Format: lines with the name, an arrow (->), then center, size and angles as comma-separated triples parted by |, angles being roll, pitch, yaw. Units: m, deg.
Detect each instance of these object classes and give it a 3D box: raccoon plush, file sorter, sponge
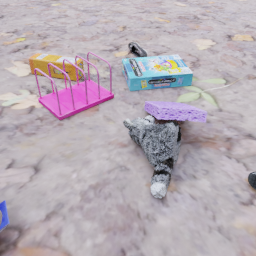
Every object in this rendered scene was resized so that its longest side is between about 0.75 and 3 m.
raccoon plush -> 0.490, 0.613, 8.418 | 1.841, 1.329, 2.747 | 6, 37, 21
file sorter -> -2.151, -1.838, 11.297 | 2.621, 1.644, 1.821 | -27, 45, -31
sponge -> 1.509, -0.618, 9.671 | 1.522, 0.407, 2.729 | 3, 9, -6

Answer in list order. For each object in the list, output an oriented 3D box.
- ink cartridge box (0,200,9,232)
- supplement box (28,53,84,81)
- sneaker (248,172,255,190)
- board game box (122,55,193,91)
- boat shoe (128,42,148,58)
ink cartridge box -> -4.047, 2.472, 5.969 | 2.930, 1.118, 1.999 | -14, 39, -21
supplement box -> -3.428, -2.962, 13.487 | 2.564, 0.853, 0.882 | 12, 36, 16
sneaker -> 4.224, 1.497, 7.814 | 1.748, 0.662, 0.765 | 10, 19, 11
board game box -> 1.299, -2.662, 13.222 | 2.879, 0.676, 2.174 | -6, 37, -8
boat shoe -> 0.429, -4.355, 15.598 | 0.493, 0.578, 1.729 | -18, 44, -30
